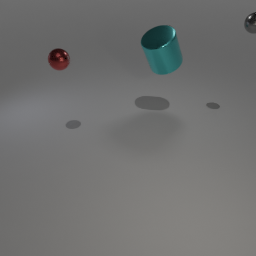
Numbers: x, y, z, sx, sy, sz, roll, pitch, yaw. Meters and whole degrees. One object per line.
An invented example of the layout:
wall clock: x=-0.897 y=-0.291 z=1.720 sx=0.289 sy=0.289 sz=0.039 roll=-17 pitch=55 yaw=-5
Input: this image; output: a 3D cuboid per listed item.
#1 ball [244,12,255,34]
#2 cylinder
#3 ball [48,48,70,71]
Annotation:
ball: x=4.431 y=-3.663 z=9.774 sx=0.700 sy=0.700 sz=0.700 roll=0 pitch=31 yaw=0
cylinder: x=1.371 y=-3.107 z=11.220 sx=1.400 sy=1.400 sz=1.400 roll=-12 pitch=52 yaw=16
ball: x=-2.221 y=-2.207 z=9.026 sx=0.700 sy=0.700 sz=0.700 roll=0 pitch=31 yaw=0
